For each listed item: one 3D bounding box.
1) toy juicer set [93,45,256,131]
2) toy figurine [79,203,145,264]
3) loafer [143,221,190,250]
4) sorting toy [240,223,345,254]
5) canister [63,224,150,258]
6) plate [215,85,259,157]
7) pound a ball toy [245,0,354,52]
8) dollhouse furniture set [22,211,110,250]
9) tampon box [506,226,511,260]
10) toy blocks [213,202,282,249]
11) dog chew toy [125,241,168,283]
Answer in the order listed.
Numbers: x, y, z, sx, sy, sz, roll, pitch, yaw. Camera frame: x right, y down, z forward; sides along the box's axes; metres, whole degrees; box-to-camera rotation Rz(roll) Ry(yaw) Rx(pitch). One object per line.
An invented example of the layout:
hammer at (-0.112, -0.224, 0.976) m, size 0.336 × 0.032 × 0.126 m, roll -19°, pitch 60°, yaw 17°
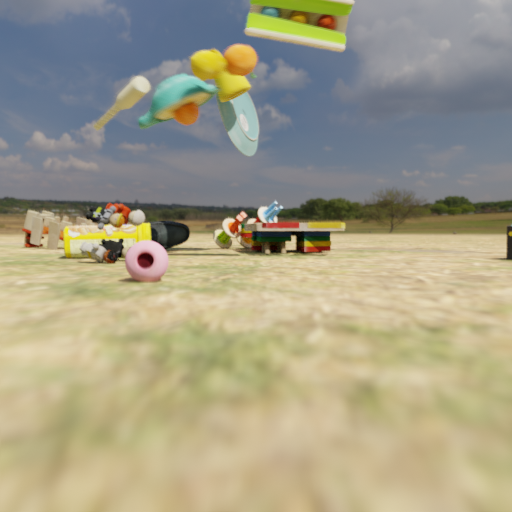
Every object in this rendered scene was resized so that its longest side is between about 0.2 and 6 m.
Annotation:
toy juicer set at (-1.312, -2.941, 10.344) m, size 3.201 × 0.871 × 2.036 m, roll -26°, pitch 5°, yaw -20°
toy figurine at (-2.303, -0.344, 9.077) m, size 0.685 × 0.984 × 0.969 m, roll 17°, pitch 9°, yaw 10°
loafer at (-2.590, -0.421, 13.275) m, size 2.165 × 0.735 × 0.760 m, roll -6°, pitch 10°, yaw -21°
sorting toy at (0.835, -0.414, 12.808) m, size 1.959 × 0.687 × 4.063 m, roll 0°, pitch 2°, yaw -9°
canister at (-2.802, -0.281, 10.703) m, size 1.538 × 0.665 × 1.142 m, roll -2°, pitch 3°, yaw -10°
plate at (-0.330, -3.192, 12.536) m, size 0.247 × 1.937 × 1.937 m, roll -14°, pitch -3°, yaw 22°
pound a ball toy at (0.853, -3.995, 8.899) m, size 1.886 × 1.230 × 0.801 m, roll 9°, pitch 17°, yaw -1°
dollhouse furniture set at (-5.408, -0.547, 15.493) m, size 2.053 × 1.069 × 2.076 m, roll 14°, pitch 9°, yaw 24°
tampon box at (4.986, -0.228, 9.776) m, size 0.996 × 0.629 × 0.746 m, roll -2°, pitch 3°, yaw -33°
toy blocks at (-0.186, -0.857, 14.741) m, size 1.386 × 0.604 × 1.663 m, roll -2°, pitch -30°, yaw -38°
dog chew toy at (-1.164, 0.079, 6.049) m, size 0.448 × 0.448 × 0.719 m, roll 0°, pitch -5°, yaw -6°
